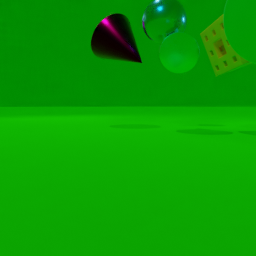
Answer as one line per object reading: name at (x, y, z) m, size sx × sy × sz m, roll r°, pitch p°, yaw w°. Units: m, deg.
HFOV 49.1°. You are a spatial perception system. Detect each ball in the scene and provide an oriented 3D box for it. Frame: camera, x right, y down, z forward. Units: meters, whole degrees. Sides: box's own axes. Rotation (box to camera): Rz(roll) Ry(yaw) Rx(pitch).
ball at (0.981, -2.871, 7.543) m, size 1.196 × 1.196 × 1.196 m, roll 0°, pitch 5°, yaw 0°

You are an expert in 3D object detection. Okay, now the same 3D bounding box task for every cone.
cone at (-0.066, -2.490, 8.862) m, size 1.607 × 1.607 × 1.613 m, roll -6°, pitch 44°, yaw -50°
cone at (1.327, -1.996, 7.688) m, size 1.031 × 1.031 × 1.035 m, roll 0°, pitch 8°, yaw 1°
cone at (1.928, -1.362, 3.413) m, size 1.134 × 1.134 × 1.138 m, roll 4°, pitch 15°, yaw 39°

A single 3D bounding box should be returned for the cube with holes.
cube with holes at (2.674, -2.077, 6.664) m, size 1.164 × 1.164 × 1.164 m, roll -21°, pitch 2°, yaw -11°
